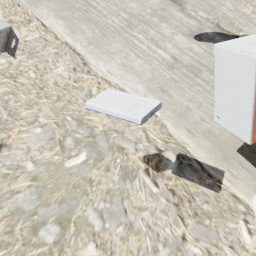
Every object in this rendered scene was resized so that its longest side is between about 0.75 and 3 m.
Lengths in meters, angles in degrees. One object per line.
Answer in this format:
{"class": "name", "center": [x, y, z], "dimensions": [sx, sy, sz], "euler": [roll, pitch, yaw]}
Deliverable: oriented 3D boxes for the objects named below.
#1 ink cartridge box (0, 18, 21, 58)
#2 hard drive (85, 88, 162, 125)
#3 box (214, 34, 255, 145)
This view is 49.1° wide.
{"class": "ink cartridge box", "center": [-2.055, -1.421, 4.157], "dimensions": [0.826, 0.478, 0.275], "euler": [35, 35, 1]}
{"class": "hard drive", "center": [-0.078, -0.423, 5.206], "dimensions": [1.193, 0.151, 0.787], "euler": [18, 37, 28]}
{"class": "box", "center": [3.279, -1.031, 6.062], "dimensions": [2.491, 1.897, 1.325], "euler": [-17, 30, -13]}
